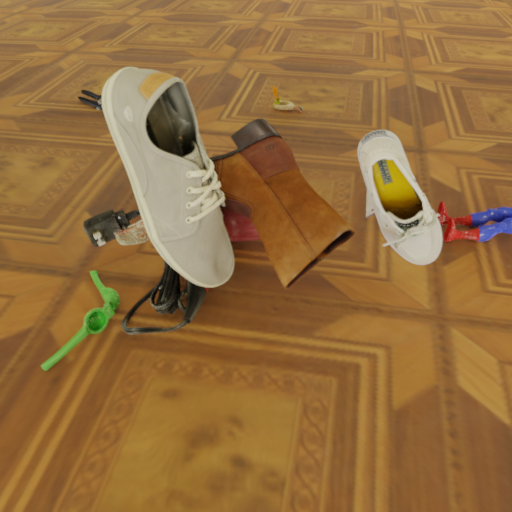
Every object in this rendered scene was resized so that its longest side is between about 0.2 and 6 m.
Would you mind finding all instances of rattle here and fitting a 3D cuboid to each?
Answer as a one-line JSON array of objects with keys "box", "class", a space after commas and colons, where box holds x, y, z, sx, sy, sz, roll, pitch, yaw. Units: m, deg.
[{"box": [0.867, -4.199, 15.053, 0.844, 0.603, 0.549, 19, 21, 33], "class": "rattle"}]

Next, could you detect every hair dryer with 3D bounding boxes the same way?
[{"box": [-0.816, -0.116, 9.579, 3.744, 1.017, 2.852, -24, 56, -18], "class": "hair dryer"}]

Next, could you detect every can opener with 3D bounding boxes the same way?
[{"box": [-4.340, -4.217, 15.262, 1.500, 0.590, 0.475, 20, 80, 28], "class": "can opener"}]

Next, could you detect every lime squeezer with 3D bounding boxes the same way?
[{"box": [-2.521, 0.840, 8.486, 0.758, 0.405, 2.148, 3, 38, 4], "class": "lime squeezer"}]

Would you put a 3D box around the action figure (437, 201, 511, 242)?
[{"box": [4.912, -0.943, 10.082, 2.906, 1.438, 0.948, 2, 37, -2], "class": "action figure"}]

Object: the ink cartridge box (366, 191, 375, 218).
[{"box": [2.343, -1.241, 10.751, 0.196, 0.499, 1.055, 23, 61, -25], "class": "ink cartridge box"}]

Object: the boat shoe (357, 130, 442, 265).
[{"box": [2.233, -0.608, 8.339, 0.925, 2.503, 1.067, -18, 35, 17], "class": "boat shoe"}]

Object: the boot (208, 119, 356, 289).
[{"box": [-0.064, -0.519, 8.610, 2.345, 0.853, 2.491, -34, 67, 5], "class": "boot"}]

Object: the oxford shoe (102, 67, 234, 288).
[{"box": [-0.961, -0.913, 7.623, 0.978, 3.388, 1.274, 3, 38, 33], "class": "oxford shoe"}]
